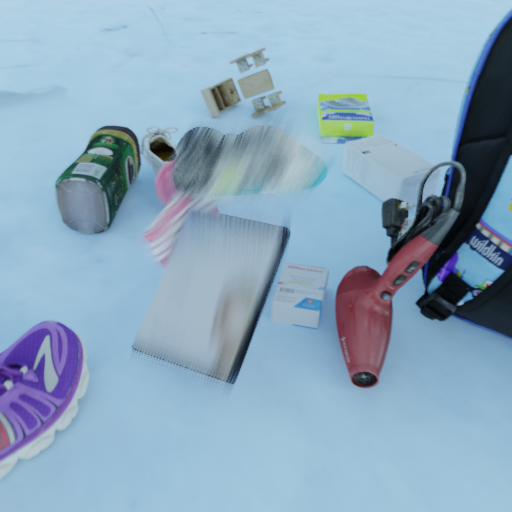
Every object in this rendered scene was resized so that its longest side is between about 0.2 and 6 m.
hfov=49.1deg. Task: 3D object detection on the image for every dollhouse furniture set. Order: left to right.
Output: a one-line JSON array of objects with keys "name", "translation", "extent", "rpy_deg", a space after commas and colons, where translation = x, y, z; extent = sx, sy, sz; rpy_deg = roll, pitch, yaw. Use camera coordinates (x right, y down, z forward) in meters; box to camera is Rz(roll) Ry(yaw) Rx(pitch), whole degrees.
[{"name": "dollhouse furniture set", "translation": [-0.334, -3.772, 12.730], "extent": [1.501, 1.315, 0.997], "rpy_deg": [-7, 26, 38]}]

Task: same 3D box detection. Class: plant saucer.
[{"name": "plant saucer", "translation": [-1.261, -1.184, 9.745], "extent": [1.018, 0.258, 1.018], "rpy_deg": [7, 62, -14]}]

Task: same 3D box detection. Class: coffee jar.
[{"name": "coffee jar", "translation": [-2.652, -1.395, 9.660], "extent": [0.909, 1.111, 2.130], "rpy_deg": [6, 36, 3]}]

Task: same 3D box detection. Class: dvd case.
[{"name": "dvd case", "translation": [-0.518, 0.392, 6.557], "extent": [1.356, 0.167, 1.901], "rpy_deg": [13, 71, 25]}]

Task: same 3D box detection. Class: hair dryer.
[{"name": "hair dryer", "translation": [1.530, 0.251, 6.782], "extent": [0.736, 2.062, 2.708], "rpy_deg": [17, 81, -2]}]

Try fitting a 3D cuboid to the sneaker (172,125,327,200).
[{"name": "sneaker", "translation": [-0.178, -0.958, 6.286], "extent": [2.150, 0.833, 0.856], "rpy_deg": [12, 4, 44]}]

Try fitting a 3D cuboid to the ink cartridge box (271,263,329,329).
[{"name": "ink cartridge box", "translation": [0.614, 0.530, 7.697], "extent": [0.650, 0.380, 0.899], "rpy_deg": [9, 39, 11]}]

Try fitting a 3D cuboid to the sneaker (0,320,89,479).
[{"name": "sneaker", "translation": [-2.797, 1.596, 5.584], "extent": [1.180, 1.221, 2.927], "rpy_deg": [15, 39, 18]}]

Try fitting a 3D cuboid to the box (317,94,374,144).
[{"name": "box", "translation": [1.965, -3.098, 12.490], "extent": [1.148, 0.449, 1.882], "rpy_deg": [1, 36, 3]}]

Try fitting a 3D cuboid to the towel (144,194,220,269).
[{"name": "towel", "translation": [-0.737, -0.096, 7.403], "extent": [0.238, 1.592, 1.165], "rpy_deg": [10, 50, 38]}]

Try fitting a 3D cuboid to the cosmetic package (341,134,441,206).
[{"name": "cosmetic package", "translation": [2.422, -1.558, 10.235], "extent": [0.932, 0.670, 1.651], "rpy_deg": [-18, 40, -25]}]

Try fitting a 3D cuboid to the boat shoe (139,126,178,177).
[{"name": "boat shoe", "translation": [-1.840, -2.101, 10.758], "extent": [0.790, 0.911, 2.137], "rpy_deg": [-10, 38, -13]}]

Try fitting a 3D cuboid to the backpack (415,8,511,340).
[{"name": "backpack", "translation": [4.241, -0.899, 6.157], "extent": [4.104, 4.496, 3.024], "rpy_deg": [26, 44, 32]}]
